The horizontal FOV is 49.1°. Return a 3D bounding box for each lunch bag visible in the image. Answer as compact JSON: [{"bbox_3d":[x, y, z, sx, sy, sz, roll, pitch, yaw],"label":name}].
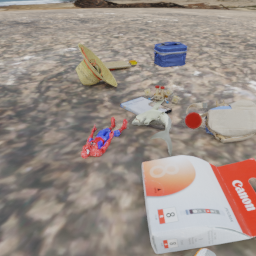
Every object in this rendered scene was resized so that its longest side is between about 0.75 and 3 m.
[{"bbox_3d":[2.291,-4.186,15.608,1.862,1.232,1.265,-10,30,-19],"label":"lunch bag"}]

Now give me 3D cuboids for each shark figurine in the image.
[{"bbox_3d":[1.073,-0.077,8.623,1.273,0.889,2.131,-41,28,-3],"label":"shark figurine"}]

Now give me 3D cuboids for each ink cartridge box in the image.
[{"bbox_3d":[1.647,1.272,5.641,2.623,0.658,2.128,-14,28,6],"label":"ink cartridge box"}]

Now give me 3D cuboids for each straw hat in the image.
[{"bbox_3d":[-1.690,-2.462,12.370,1.078,2.547,2.547,-39,26,14],"label":"straw hat"}]

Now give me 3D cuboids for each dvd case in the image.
[{"bbox_3d":[0.656,-0.758,10.429,1.164,0.143,1.632,-23,35,-35],"label":"dvd case"}]

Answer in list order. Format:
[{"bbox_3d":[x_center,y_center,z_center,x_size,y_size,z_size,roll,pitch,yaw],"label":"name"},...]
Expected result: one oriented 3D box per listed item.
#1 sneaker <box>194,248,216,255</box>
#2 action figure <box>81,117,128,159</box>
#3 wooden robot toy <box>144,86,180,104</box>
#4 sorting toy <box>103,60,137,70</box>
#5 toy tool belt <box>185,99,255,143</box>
[{"bbox_3d":[1.071,2.628,3.697,0.941,0.775,2.046,17,40,15],"label":"sneaker"},{"bbox_3d":[-0.738,0.269,8.191,0.704,0.556,2.153,14,34,20],"label":"action figure"},{"bbox_3d":[1.403,-1.380,11.181,1.429,0.630,0.648,13,20,21],"label":"wooden robot toy"},{"bbox_3d":[-0.385,-3.419,15.282,1.950,0.261,1.453,-8,25,-15],"label":"sorting toy"},{"bbox_3d":[2.838,-0.220,8.505,2.106,1.315,1.294,-2,-1,15],"label":"toy tool belt"}]
